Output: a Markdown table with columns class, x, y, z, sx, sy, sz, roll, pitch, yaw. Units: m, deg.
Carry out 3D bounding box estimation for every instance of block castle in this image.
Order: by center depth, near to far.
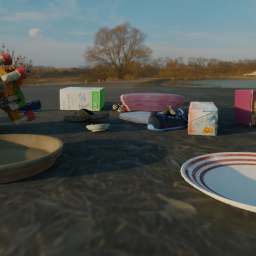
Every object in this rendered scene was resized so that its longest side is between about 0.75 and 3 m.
| class | x | y | z | sx | sy | sz | roll | pitch | yaw |
| --- | --- | --- | --- | --- | --- | --- | --- | --- | --- |
| block castle | -3.679 | -1.256 | 9.139 | 0.972 | 2.072 | 1.385 | -31 | 55 | -33 |

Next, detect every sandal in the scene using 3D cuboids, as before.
| class | x | y | z | sx | sy | sz | roll | pitch | yaw |
| --- | --- | --- | --- | --- | --- | --- | --- | --- | --- |
| sandal | -1.684 | -0.546 | 11.292 | 1.908 | 0.521 | 0.780 | -5 | 10 | 20 |

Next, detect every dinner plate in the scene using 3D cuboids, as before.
| class | x | y | z | sx | sy | sz | roll | pitch | yaw |
| --- | --- | --- | --- | --- | --- | --- | --- | --- | --- |
| dinner plate | 2.237 | 0.863 | 4.484 | 2.740 | 0.332 | 2.740 | 1 | 11 | 0 |

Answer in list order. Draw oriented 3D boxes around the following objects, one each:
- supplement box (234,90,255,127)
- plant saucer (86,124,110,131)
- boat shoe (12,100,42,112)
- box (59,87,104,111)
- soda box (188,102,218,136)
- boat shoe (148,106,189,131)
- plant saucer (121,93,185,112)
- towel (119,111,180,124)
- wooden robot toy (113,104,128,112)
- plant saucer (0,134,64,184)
| class | x | y | z | sx | sy | sz | roll | pitch | yaw |
| --- | --- | --- | --- | --- | --- | --- | --- | --- | --- |
| supplement box | 5.288 | -0.815 | 10.774 | 2.051 | 1.343 | 1.058 | -2 | 9 | -13 |
| plant saucer | -0.973 | 0.000 | 9.232 | 0.788 | 0.198 | 0.788 | -5 | -2 | 0 |
| boat shoe | -5.488 | -1.183 | 14.610 | 0.788 | 0.643 | 1.873 | 10 | 14 | 42 |
| box | -2.522 | -1.668 | 15.880 | 2.149 | 1.177 | 2.435 | 2 | 12 | 1 |
| soda box | 2.617 | -0.405 | 9.890 | 0.907 | 0.843 | 2.653 | 2 | 11 | 13 |
| boat shoe | 1.552 | -0.369 | 9.927 | 0.905 | 0.739 | 2.151 | 7 | 11 | 36 |
| plant saucer | 1.139 | -1.123 | 13.091 | 2.954 | 0.749 | 2.954 | 1 | 1 | 0 |
| towel | 0.955 | -0.426 | 11.471 | 1.874 | 0.316 | 1.963 | -9 | 14 | -43 |
| wooden robot toy | -0.295 | -0.974 | 14.585 | 1.090 | 0.480 | 0.495 | -6 | -23 | -28 |
| plant saucer | -2.744 | 0.582 | 5.776 | 2.796 | 0.412 | 2.796 | 1 | 11 | 0 |
